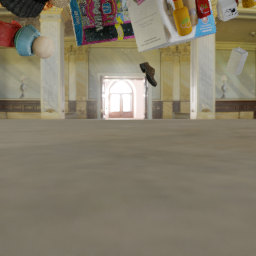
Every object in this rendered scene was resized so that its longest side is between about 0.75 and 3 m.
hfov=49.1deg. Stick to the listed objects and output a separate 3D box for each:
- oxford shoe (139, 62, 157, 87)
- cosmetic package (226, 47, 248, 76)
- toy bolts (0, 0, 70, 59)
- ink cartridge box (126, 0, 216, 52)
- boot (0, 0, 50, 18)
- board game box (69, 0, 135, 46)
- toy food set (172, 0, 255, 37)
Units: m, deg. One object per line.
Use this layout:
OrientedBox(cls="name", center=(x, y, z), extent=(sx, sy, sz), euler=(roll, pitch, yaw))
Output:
OrientedBox(cls="oxford shoe", center=(0.873, -2.055, 10.570), extent=(0.464, 1.099, 0.399), euler=(-24, -14, -11))
OrientedBox(cls="cosmetic package", center=(3.482, -2.120, 8.968), extent=(0.350, 0.777, 0.415), euler=(-23, 50, -23))
OrientedBox(cls="toy bolts", center=(-2.807, -3.096, 7.728), extent=(1.722, 2.483, 2.372), euler=(23, 30, 5))
OrientedBox(cls="ink cartridge box", center=(0.902, -3.260, 6.541), extent=(1.831, 2.534, 1.072), euler=(-23, 14, -36))
OrientedBox(cls="boot", center=(-1.390, -2.811, 5.626), extent=(2.106, 0.792, 1.574), euler=(7, -41, -47))
OrientedBox(cls="board game box", center=(-0.598, -3.767, 9.033), extent=(2.459, 1.814, 0.790), euler=(-10, 34, -5))
OrientedBox(cls="toy food set", center=(1.633, -2.522, 5.496), extent=(1.657, 0.745, 0.791), euler=(-21, 34, 5))
